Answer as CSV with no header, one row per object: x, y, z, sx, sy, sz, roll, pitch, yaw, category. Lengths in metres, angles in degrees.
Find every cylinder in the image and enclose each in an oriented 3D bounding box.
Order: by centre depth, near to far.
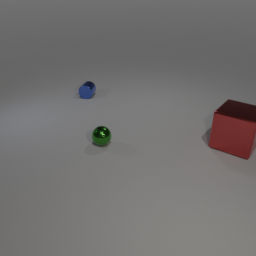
-2.019,-1.890,13.915,0.700,0.700,0.700,5,29,9,cylinder

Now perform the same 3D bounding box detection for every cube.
3.804,-0.008,9.723,1.400,1.400,1.400,19,33,31,cube

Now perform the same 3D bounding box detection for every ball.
-0.936,0.274,9.953,0.700,0.700,0.700,0,29,0,ball
